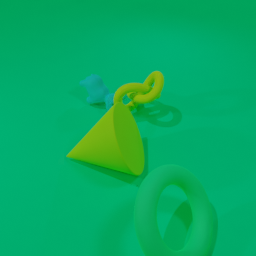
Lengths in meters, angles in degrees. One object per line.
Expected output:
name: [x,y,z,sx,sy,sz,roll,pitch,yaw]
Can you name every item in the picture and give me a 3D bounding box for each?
cone: [-0.667,0.424,6.059,1.577,1.571,1.571,-17,39,18]
ring: [0.793,1.453,4.588,0.344,1.720,1.720,-22,21,47]
cow figurine: [-0.673,-0.962,7.545,1.091,1.108,0.608,-3,29,40]
knot shape: [0.356,-0.914,7.224,1.416,0.654,1.325,-25,3,17]
